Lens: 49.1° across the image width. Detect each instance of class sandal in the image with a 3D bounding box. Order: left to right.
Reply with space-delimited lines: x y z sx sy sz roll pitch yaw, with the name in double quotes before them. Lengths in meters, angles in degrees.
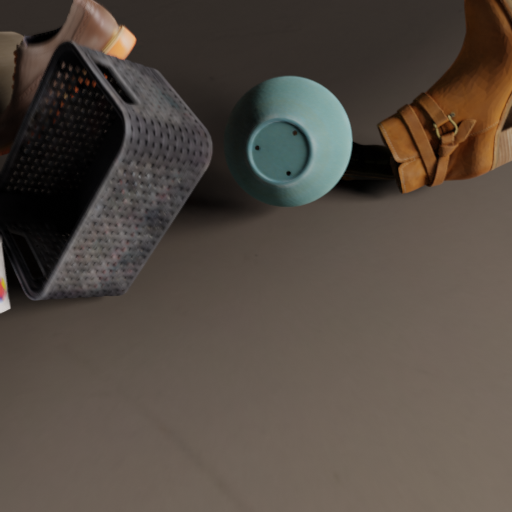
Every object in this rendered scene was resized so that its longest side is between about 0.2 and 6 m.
"sandal" 1.453 -1.546 9.007 1.891 0.516 0.773 8 68 -12

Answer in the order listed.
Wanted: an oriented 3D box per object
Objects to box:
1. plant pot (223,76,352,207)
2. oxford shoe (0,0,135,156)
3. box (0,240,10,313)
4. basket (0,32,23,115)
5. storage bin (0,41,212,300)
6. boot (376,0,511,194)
"plant pot" 0.379 -1.462 7.530 1.834 1.834 1.235 7 18 5
"oxford shoe" -2.958 -2.435 7.694 2.762 1.007 0.985 -35 35 19
"box" -3.304 0.061 5.675 0.447 1.691 2.169 -1 12 5
"basket" -4.788 -2.537 8.708 2.654 1.805 2.393 -34 90 -43
"storage bin" -1.973 -0.918 6.809 1.255 2.678 1.810 2 44 -50
"boot" 2.707 -2.299 8.007 2.102 2.708 1.038 -19 32 10
